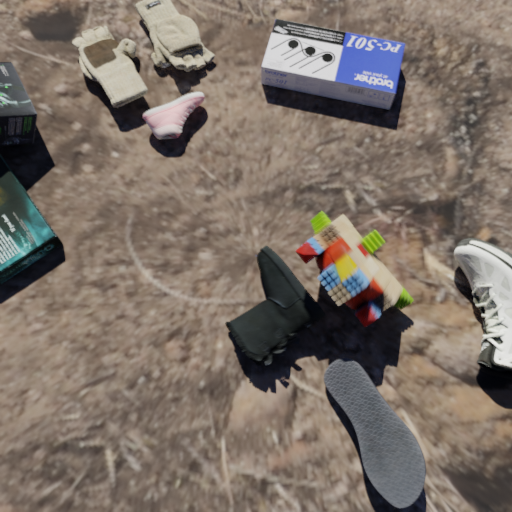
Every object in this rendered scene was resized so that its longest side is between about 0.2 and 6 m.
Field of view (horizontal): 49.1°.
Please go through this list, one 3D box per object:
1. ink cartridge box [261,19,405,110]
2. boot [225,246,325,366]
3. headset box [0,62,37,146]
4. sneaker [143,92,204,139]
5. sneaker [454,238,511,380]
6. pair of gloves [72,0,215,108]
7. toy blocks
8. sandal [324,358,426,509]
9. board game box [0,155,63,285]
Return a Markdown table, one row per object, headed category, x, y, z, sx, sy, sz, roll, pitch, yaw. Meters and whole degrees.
| category | x | y | z | sx | sy | sz | roll | pitch | yaw |
| --- | --- | --- | --- | --- | --- | --- | --- | --- | --- |
| ink cartridge box | 1.635 | -4.122 | 12.017 | 2.843 | 0.628 | 1.336 | 13 | 71 | 5 |
| boot | 0.144 | 0.917 | 10.127 | 1.561 | 0.705 | 1.905 | -37 | 66 | -3 |
| headset box | -5.420 | -3.002 | 11.100 | 1.833 | 0.850 | 1.596 | -16 | 63 | -36 |
| sneaker | -1.589 | -2.851 | 11.632 | 1.376 | 0.518 | 0.719 | -28 | 91 | -19 |
| sneaker | 4.252 | 1.060 | 9.843 | 1.604 | 1.052 | 2.788 | -38 | 76 | -15 |
| pair of gloves | -2.513 | -4.472 | 12.253 | 2.656 | 0.466 | 2.258 | -35 | 70 | -14 |
| toy blocks | 1.623 | 0.273 | 9.622 | 1.152 | 1.576 | 2.305 | -40 | 87 | 28 |
| sandal | 2.041 | 2.877 | 9.405 | 0.965 | 0.544 | 2.539 | -29 | 61 | 8 |
| board game box | -5.620 | -0.886 | 10.891 | 2.243 | 0.467 | 3.316 | -35 | 74 | -12 |
